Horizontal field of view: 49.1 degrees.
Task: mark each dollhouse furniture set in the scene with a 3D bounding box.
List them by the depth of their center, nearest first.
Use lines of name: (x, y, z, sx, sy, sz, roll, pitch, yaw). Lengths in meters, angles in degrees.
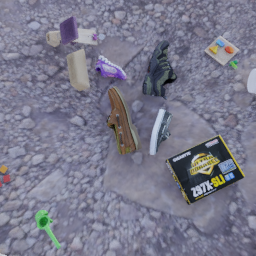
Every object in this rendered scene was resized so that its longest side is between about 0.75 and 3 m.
dollhouse furniture set: (-1.934, -2.883, 11.789, 1.917, 2.140, 2.700, -10, 93, -45)

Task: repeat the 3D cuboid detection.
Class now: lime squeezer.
lime squeezer: (-2.081, 2.456, 7.077, 0.360, 1.908, 0.674, -24, 98, -20)

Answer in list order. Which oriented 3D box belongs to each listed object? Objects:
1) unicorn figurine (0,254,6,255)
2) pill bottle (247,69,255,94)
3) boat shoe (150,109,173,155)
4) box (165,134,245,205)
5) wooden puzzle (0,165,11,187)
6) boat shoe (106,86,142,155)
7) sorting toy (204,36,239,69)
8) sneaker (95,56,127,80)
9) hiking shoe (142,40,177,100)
unicorn figurine: (-3.928, 4.730, 8.689, 1.605, 0.863, 2.336, 42, 92, -6)
pill bottle: (5.813, -1.714, 10.797, 2.062, 1.233, 1.233, 7, 70, 3)
boat shoe: (1.269, 0.144, 10.407, 0.664, 0.674, 1.871, 13, 68, 9)
box: (2.717, 1.474, 10.010, 2.204, 0.544, 1.760, -23, 73, -8)
wooden puzzle: (-5.298, 1.882, 10.061, 2.022, 0.142, 1.199, -32, 73, -11)
boat shoe: (-0.365, -0.319, 10.431, 0.905, 0.957, 2.661, -19, 71, -8)
sorting toy: (4.176, -3.165, 11.857, 1.550, 0.228, 1.146, 43, 75, 14)
sneaker: (-0.738, -2.289, 11.392, 1.504, 0.605, 0.665, 34, 80, 16)
hiking shoe: (1.412, -2.328, 11.293, 1.231, 0.926, 2.445, 19, 80, -2)
